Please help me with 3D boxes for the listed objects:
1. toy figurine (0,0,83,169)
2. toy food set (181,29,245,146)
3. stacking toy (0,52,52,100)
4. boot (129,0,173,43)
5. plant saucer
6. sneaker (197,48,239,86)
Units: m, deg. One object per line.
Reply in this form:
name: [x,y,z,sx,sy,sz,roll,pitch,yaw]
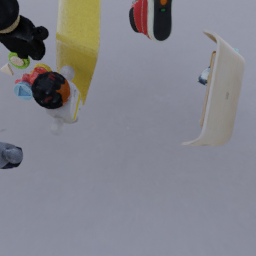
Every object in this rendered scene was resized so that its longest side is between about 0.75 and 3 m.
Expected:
toy figurine: [-2.210,-0.668,4.780,2.535,1.764,2.496,-34,81,-4]
toy food set: [1.625,-0.658,5.456,0.636,2.105,1.510,11,3,38]
stacking toy: [-2.413,-1.155,6.359,1.028,1.135,0.480,38,41,-22]
boot: [0.570,-3.779,7.625,0.905,2.500,1.803,-9,32,-23]
plant saucer: [-1.092,-2.285,5.910,0.721,2.975,2.974,3,78,-13]
sneaker: [2.296,-1.593,7.141,1.442,0.622,0.560,-36,53,-25]
